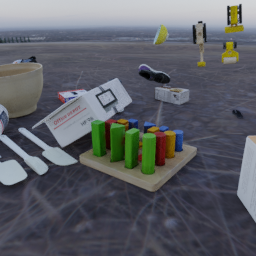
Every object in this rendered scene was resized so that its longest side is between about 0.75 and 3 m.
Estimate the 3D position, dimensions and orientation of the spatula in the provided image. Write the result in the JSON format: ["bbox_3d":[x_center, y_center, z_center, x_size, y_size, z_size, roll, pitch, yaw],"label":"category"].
[{"bbox_3d":[-3.027,0.636,7.719,1.993,0.230,2.867,-21,34,-41],"label":"spatula"}]

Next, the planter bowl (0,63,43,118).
[{"bbox_3d":[-4.558,-1.450,11.035,2.597,1.748,2.597,-3,25,1],"label":"planter bowl"}]

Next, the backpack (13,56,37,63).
[{"bbox_3d":[-5.833,-3.079,15.752,1.580,1.658,1.278,2,35,13],"label":"backpack"}]

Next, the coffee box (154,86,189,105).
[{"bbox_3d":[2.003,-1.537,12.930,1.418,0.566,0.801,18,28,38],"label":"coffee box"}]

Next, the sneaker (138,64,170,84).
[{"bbox_3d":[0.847,-1.653,9.199,1.119,0.424,0.490,21,40,-7],"label":"sneaker"}]

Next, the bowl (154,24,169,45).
[{"bbox_3d":[1.463,-3.915,11.908,0.462,0.859,0.859,19,20,-8],"label":"bowl"}]

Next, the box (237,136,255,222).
[{"bbox_3d":[3.415,1.271,4.631,2.066,1.443,2.713,-1,22,-3],"label":"box"}]

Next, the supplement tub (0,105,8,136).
[{"bbox_3d":[-4.423,-0.197,8.980,0.976,0.976,1.390,-4,22,-10],"label":"supplement tub"}]

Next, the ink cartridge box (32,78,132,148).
[{"bbox_3d":[-1.266,-0.439,8.574,1.719,1.005,2.963,-30,6,30],"label":"ink cartridge box"}]

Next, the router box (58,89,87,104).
[{"bbox_3d":[-2.504,-1.485,13.142,1.290,0.315,1.158,-11,24,-27],"label":"router box"}]

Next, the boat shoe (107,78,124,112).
[{"bbox_3d":[-0.624,-1.436,12.010,0.820,1.053,2.319,-2,22,-4],"label":"boat shoe"}]

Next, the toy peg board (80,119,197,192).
[{"bbox_3d":[0.326,0.309,7.472,2.352,1.151,2.342,16,27,33],"label":"toy peg board"}]

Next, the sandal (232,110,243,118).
[{"bbox_3d":[4.357,-0.583,11.064,0.297,0.167,0.780,0,22,0],"label":"sandal"}]

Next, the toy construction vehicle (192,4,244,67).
[{"bbox_3d":[3.785,-3.812,11.771,2.000,2.298,0.809,-4,18,19],"label":"toy construction vehicle"}]
